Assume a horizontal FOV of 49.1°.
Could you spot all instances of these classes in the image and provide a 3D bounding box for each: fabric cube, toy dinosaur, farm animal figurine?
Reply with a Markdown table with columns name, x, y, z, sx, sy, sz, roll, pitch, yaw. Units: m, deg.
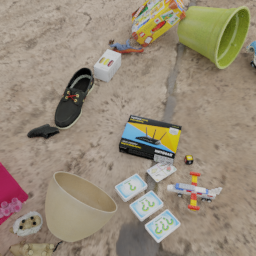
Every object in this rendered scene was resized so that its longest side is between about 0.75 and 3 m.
| name | x | y | z | sx | sy | sz | roll | pitch | yaw |
| --- | --- | --- | --- | --- | --- | --- | --- | --- | --- |
| fabric cube | -4.891 | 1.746 | 8.127 | 2.425 | 2.464 | 2.472 | 33 | 62 | 21 |
| toy dinosaur | -0.117 | -3.646 | 13.038 | 1.541 | 0.892 | 1.699 | 31 | 98 | 5 |
| farm animal figurine | -3.319 | 3.502 | 7.780 | 2.086 | 1.299 | 2.583 | 36 | 58 | 0 |

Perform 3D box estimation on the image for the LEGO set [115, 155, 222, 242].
| name | x | y | z | sx | sy | sz | roll | pitch | yaw |
| --- | --- | --- | --- | --- | --- | --- | --- | --- | --- |
| LEGO set | 1.385 | 1.842 | 8.908 | 2.947 | 0.723 | 2.202 | -26 | 51 | -26 |

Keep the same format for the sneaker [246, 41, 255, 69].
| name | x | y | z | sx | sy | sz | roll | pitch | yaw |
| --- | --- | --- | --- | --- | --- | --- | --- | --- | --- |
| sneaker | 5.968 | -2.594 | 12.078 | 1.014 | 1.005 | 2.797 | -28 | 60 | 32 |

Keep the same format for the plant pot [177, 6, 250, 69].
| name | x | y | z | sx | sy | sz | roll | pitch | yaw |
| --- | --- | --- | --- | --- | --- | --- | --- | --- | --- |
| plant pot | 3.591 | -4.243 | 12.351 | 2.378 | 2.587 | 2.587 | 33 | 61 | 32 |

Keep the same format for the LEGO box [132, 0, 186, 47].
| name | x | y | z | sx | sy | sz | roll | pitch | yaw |
| --- | --- | --- | --- | --- | --- | --- | --- | --- | --- |
| LEGO box | 1.337 | -5.188 | 12.876 | 2.411 | 0.930 | 1.796 | -29 | 46 | 35 |

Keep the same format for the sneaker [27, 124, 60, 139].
| name | x | y | z | sx | sy | sz | roll | pitch | yaw |
| --- | --- | --- | --- | --- | --- | --- | --- | --- | --- |
| sneaker | -3.152 | 0.198 | 10.439 | 1.093 | 0.328 | 0.570 | -28 | 56 | -21 |

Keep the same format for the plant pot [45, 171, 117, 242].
| name | x | y | z | sx | sy | sz | roll | pitch | yaw |
| --- | --- | --- | --- | --- | --- | --- | --- | --- | --- |
| plant pot | -1.565 | 2.412 | 8.160 | 2.096 | 2.096 | 1.407 | 32 | 93 | 19 |

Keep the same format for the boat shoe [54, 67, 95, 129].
| name | x | y | z | sx | sy | sz | roll | pitch | yaw |
| --- | --- | --- | --- | --- | --- | --- | --- | --- | --- |
| boat shoe | -2.167 | -1.233 | 11.101 | 1.032 | 0.884 | 2.820 | 17 | 59 | 10 |

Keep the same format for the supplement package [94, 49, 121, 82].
| name | x | y | z | sx | sy | sz | roll | pitch | yaw |
| --- | --- | --- | --- | --- | --- | --- | --- | --- | --- |
| supplement package | -0.872 | -2.697 | 12.142 | 0.708 | 0.682 | 1.244 | 22 | 57 | 12 |

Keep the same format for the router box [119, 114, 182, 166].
| name | x | y | z | sx | sy | sz | roll | pitch | yaw |
| --- | --- | --- | --- | --- | --- | --- | --- | --- | --- |
| router box | 0.820 | 0.398 | 10.160 | 1.993 | 0.509 | 1.487 | 13 | 55 | 10 |
